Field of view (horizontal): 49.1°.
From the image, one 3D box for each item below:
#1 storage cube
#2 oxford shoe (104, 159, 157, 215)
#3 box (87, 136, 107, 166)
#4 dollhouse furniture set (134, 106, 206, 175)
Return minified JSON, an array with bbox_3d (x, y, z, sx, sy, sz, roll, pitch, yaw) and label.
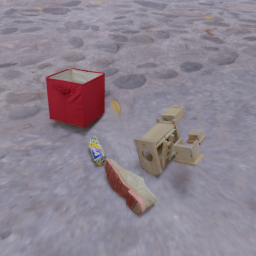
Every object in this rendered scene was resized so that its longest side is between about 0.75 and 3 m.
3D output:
[{"bbox_3d":[-1.440,-0.892,7.887,1.192,1.254,1.395,13,29,20],"label":"storage cube"},{"bbox_3d":[0.009,1.188,6.083,0.552,0.529,1.495,-20,52,-33],"label":"oxford shoe"},{"bbox_3d":[-0.761,0.559,6.974,0.277,0.254,0.791,-31,42,1],"label":"box"},{"bbox_3d":[1.318,0.317,6.552,1.519,0.955,1.718,8,35,41],"label":"dollhouse furniture set"}]
